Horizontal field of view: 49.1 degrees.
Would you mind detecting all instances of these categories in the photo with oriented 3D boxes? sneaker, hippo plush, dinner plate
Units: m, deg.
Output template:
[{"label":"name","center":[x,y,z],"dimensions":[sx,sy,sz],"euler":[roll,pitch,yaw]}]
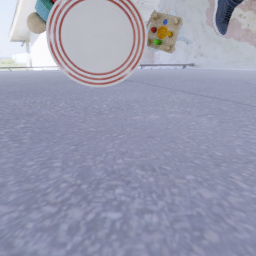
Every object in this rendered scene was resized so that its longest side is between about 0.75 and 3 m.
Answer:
[{"label":"sneaker","center":[3.548,-4.089,9.700],"dimensions":[0.607,1.597,1.154],"euler":[6,-6,-29]},{"label":"hippo plush","center":[1.307,-3.596,10.861],"dimensions":[1.453,1.808,1.440],"euler":[-34,11,5]},{"label":"dinner plate","center":[-0.630,-1.842,5.763],"dimensions":[2.051,2.051,0.249],"euler":[-1,30,-3]}]

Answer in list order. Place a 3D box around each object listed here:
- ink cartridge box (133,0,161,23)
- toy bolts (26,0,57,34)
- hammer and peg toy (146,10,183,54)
[{"label":"ink cartridge box","center":[-0.381,-3.052,7.138],"dimensions":[1.665,2.287,0.970],"euler":[50,40,13]},{"label":"toy bolts","center":[-1.995,-3.227,9.364],"dimensions":[2.597,1.801,2.481],"euler":[37,18,-47]},{"label":"hammer and peg toy","center":[0.617,-2.059,5.875],"dimensions":[1.028,0.756,0.363],"euler":[31,25,34]}]
